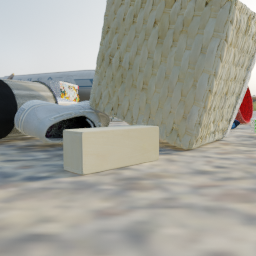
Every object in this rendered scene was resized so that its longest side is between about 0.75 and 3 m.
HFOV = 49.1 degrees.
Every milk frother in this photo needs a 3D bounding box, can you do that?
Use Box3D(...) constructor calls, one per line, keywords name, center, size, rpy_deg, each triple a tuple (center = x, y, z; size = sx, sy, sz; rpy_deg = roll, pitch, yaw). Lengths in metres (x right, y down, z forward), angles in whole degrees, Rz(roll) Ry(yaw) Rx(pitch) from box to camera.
Box3D(name="milk frother", center=(-2.353, -0.907, 5.321), size=(2.154, 1.944, 2.026), rpy_deg=(-44, -12, 20))

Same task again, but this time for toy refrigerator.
Box3D(name="toy refrigerator", center=(-0.166, 0.213, 3.312), size=(1.175, 0.446, 0.411), rpy_deg=(-5, 7, -44))

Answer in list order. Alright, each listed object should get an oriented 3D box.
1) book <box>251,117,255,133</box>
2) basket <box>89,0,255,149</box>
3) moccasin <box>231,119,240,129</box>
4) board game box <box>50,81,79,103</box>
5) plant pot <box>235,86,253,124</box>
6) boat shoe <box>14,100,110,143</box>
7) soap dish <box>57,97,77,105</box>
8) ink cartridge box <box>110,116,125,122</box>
Box3D(name="book", center=(3.865, 0.033, 5.470), size=(1.754, 0.631, 2.625), rpy_deg=(-4, 6, -4))
Box3D(name="basket", center=(0.842, -1.162, 5.328), size=(2.488, 2.511, 2.019), rpy_deg=(24, 22, 31))
Box3D(name="moccasin", center=(3.063, -0.156, 8.737), size=(0.366, 0.432, 1.073), rpy_deg=(-15, 21, -14))
Box3D(name="board game box", center=(-2.794, -1.141, 12.624), size=(0.472, 1.722, 2.728), rpy_deg=(0, 5, 6))
Box3D(name="plant pot", center=(3.971, -1.001, 11.481), size=(1.662, 1.879, 1.879), rpy_deg=(-9, -3, 40))
Box3D(name="boat shoe", center=(-0.947, -0.078, 5.358), size=(0.813, 0.855, 2.374), rpy_deg=(30, 9, 26))
Box3D(name="soap dish", center=(-2.427, -0.646, 8.981), size=(1.267, 0.654, 1.610), rpy_deg=(16, 7, 14))
Box3D(name="ink cartridge box", center=(-0.468, -0.659, 13.289), size=(1.571, 0.662, 1.148), rpy_deg=(4, 6, 41))
